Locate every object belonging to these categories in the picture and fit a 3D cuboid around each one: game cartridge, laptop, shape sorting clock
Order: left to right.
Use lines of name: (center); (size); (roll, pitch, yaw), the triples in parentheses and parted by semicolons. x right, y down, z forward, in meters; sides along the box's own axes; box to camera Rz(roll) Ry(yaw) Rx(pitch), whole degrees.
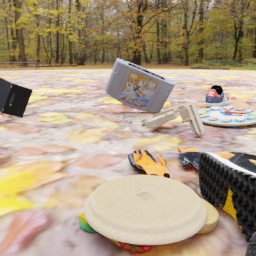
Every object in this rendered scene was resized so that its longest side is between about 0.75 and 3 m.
laptop: (-3.830, -1.002, 9.008); (1.079, 1.011, 0.626); (16, 12, -43)
game cartridge: (0.398, -1.479, 10.535); (2.348, 1.563, 0.488); (21, 29, -9)
shape sorting clock: (3.370, -0.447, 9.534); (2.205, 0.433, 2.205); (0, 14, 0)

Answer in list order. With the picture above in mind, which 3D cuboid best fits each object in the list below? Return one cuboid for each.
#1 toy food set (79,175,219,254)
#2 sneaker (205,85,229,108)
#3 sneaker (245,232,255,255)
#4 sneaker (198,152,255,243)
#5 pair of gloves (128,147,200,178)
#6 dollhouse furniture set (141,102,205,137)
toy food set: (0.223, 1.063, 3.726); (1.631, 0.401, 1.647); (14, 20, 43)
sneaker: (4.074, -1.491, 12.608); (0.820, 0.924, 2.187); (8, 16, 29)
sneaker: (1.457, 1.473, 1.706); (0.783, 0.773, 2.051); (4, 24, -13)
sneaker: (1.877, 0.852, 3.448); (1.208, 0.939, 2.685); (-5, 13, -9)
pair of gloves: (0.912, 0.690, 5.586); (1.757, 0.217, 1.565); (0, 13, -12)
dollhouse furniture set: (1.138, 0.017, 8.057); (1.847, 0.902, 1.575); (-20, 5, 24)
